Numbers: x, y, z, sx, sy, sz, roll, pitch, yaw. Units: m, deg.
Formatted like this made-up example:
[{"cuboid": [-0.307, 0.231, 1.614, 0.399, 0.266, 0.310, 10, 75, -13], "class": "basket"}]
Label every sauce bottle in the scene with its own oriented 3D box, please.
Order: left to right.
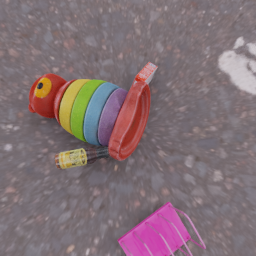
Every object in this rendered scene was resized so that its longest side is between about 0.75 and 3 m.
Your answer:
[{"cuboid": [-0.979, 0.616, 6.049, 1.151, 0.380, 0.380, -13, 77, 3], "class": "sauce bottle"}]

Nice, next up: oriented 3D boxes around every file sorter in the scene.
[{"cuboid": [0.722, 2.448, 5.841, 1.424, 0.893, 0.989, -32, 97, -16], "class": "file sorter"}]

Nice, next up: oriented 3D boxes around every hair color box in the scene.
[{"cuboid": [0.386, -1.219, 6.922, 0.277, 0.480, 0.866, 32, 44, 6], "class": "hair color box"}]

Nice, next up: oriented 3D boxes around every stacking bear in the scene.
[{"cuboid": [-1.028, -0.478, 6.433, 2.756, 1.567, 1.674, 19, 83, 16], "class": "stacking bear"}]
